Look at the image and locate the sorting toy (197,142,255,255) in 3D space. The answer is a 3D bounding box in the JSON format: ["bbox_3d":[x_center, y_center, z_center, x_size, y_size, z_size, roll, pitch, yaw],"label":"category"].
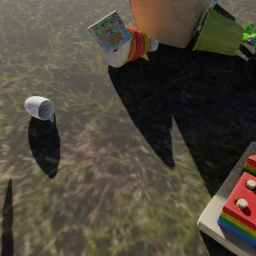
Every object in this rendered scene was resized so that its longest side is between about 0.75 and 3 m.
[{"bbox_3d":[3.207,1.476,5.274,2.703,0.941,2.687,30,52,27],"label":"sorting toy"}]

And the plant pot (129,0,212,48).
[{"bbox_3d":[1.637,-4.546,10.158,2.740,2.429,2.743,19,47,18],"label":"plant pot"}]

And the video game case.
[{"bbox_3d":[-0.397,-2.090,6.211,0.774,0.704,0.085,-23,33,23],"label":"video game case"}]

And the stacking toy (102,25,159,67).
[{"bbox_3d":[0.225,-2.855,9.531,2.002,1.463,1.463,-14,45,-37],"label":"stacking toy"}]

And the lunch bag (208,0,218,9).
[{"bbox_3d":[3.376,-5.892,12.706,1.385,0.666,1.727,16,48,15],"label":"lunch bag"}]

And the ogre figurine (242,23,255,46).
[{"bbox_3d":[4.896,-3.162,9.874,2.076,1.019,1.245,19,29,-2],"label":"ogre figurine"}]

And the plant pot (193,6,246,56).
[{"bbox_3d":[3.173,-3.183,9.646,1.396,1.518,1.518,21,48,5],"label":"plant pot"}]

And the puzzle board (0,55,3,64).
[{"bbox_3d":[-3.515,-2.222,7.340,0.086,0.984,0.742,-22,83,-16],"label":"puzzle board"}]

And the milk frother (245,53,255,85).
[{"bbox_3d":[5.127,-2.249,7.785,2.754,2.591,2.486,-12,46,-11],"label":"milk frother"}]

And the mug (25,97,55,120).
[{"bbox_3d":[-2.375,-0.580,7.631,0.679,0.572,0.775,18,19,29],"label":"mug"}]
